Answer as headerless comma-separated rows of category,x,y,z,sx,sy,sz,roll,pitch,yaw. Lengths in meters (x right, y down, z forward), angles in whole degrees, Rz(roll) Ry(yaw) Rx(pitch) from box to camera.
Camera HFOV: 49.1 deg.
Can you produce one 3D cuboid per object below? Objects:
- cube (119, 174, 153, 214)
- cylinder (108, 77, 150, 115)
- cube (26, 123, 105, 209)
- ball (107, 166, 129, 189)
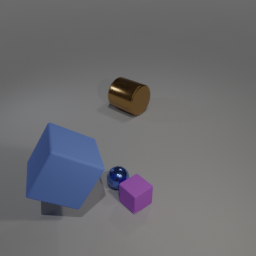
cube,0.225,1.894,8.096,0.700,0.700,0.700,-24,40,-33
cylinder,0.056,-1.445,12.608,1.400,1.400,1.400,25,40,33
cube,-1.633,0.960,7.125,1.400,1.400,1.400,23,21,-28
ball,-0.306,1.525,8.661,0.700,0.700,0.700,0,33,0
